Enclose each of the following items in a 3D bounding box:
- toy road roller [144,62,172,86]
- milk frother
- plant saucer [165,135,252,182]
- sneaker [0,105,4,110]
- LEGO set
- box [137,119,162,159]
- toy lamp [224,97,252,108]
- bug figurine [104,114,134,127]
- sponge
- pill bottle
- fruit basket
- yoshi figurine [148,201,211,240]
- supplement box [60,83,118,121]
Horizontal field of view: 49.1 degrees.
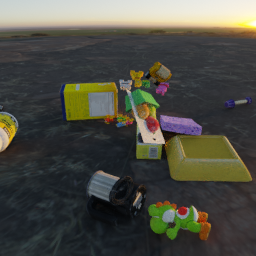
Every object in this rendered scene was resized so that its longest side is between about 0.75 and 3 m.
[{"bbox_3d":[1.232,-2.244,10.984,0.685,0.813,1.114,33,-23,-19],"label":"toy road roller"},{"bbox_3d":[-0.388,1.433,6.609,1.280,1.361,1.229,13,31,28],"label":"milk frother"},{"bbox_3d":[2.456,0.819,8.990,2.342,0.567,2.341,1,24,1],"label":"plant saucer"},{"bbox_3d":[-6.208,-0.948,13.387,0.450,0.292,0.778,-2,23,-11],"label":"sneaker"},{"bbox_3d":[0.712,-2.079,13.082,2.396,0.914,0.983,4,47,6],"label":"LEGO set"},{"bbox_3d":[0.729,0.320,10.115,0.863,0.575,2.293,1,23,1],"label":"box"},{"bbox_3d":[5.462,-1.264,13.917,1.565,0.455,0.455,-12,26,-24],"label":"toy lamp"},{"bbox_3d":[-0.357,-0.290,11.824,0.999,0.331,1.288,-10,21,-36],"label":"bug figurine"},{"bbox_3d":[1.910,-0.140,10.595,1.317,0.352,2.362,8,8,3],"label":"sponge"},{"bbox_3d":[-4.582,0.220,9.762,1.034,1.034,1.839,-2,24,-5],"label":"pill bottle"},{"bbox_3d":[0.483,-0.268,8.040,0.731,1.560,1.445,-20,-13,27],"label":"fruit basket"},{"bbox_3d":[1.061,2.102,6.202,1.344,0.755,0.752,15,65,0],"label":"yoshi figurine"},{"bbox_3d":[-1.737,-1.234,12.697,2.456,1.337,1.345,-3,24,-7],"label":"supplement box"}]
